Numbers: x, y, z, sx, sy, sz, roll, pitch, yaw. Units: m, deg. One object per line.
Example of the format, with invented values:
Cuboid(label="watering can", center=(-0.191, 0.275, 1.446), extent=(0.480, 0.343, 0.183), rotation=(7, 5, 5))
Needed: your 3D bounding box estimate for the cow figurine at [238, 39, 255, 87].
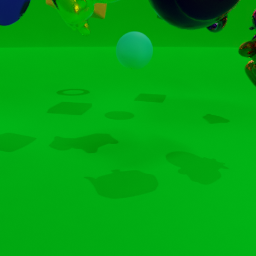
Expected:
Cuboid(label="cow figurine", center=(2.089, -1.042, 3.881), extent=(1.193, 1.213, 0.666), rotation=(-11, 65, -36))

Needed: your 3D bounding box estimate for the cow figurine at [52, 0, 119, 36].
Cuboid(label="cow figurine", center=(-0.409, -2.382, 4.684), extent=(1.735, 0.952, 1.707), rotation=(-34, 5, -26))

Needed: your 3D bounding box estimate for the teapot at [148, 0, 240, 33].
Cuboid(label="teapot", center=(0.589, -1.653, 2.734), extent=(1.149, 1.848, 0.905), rotation=(-39, 41, 6))

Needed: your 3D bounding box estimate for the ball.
Cuboid(label="ball", center=(0.179, -2.179, 7.927), extent=(1.038, 1.038, 1.038), rotation=(0, 18, 0))

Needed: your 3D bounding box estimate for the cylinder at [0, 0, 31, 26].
Cuboid(label="cylinder", center=(-2.286, -2.379, 4.614), extent=(0.994, 0.994, 0.994), rotation=(33, 23, 4))

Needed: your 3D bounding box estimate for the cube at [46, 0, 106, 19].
Cuboid(label="cube", center=(-1.322, -3.859, 7.698), extent=(1.297, 1.297, 1.297), rotation=(12, 14, 7))

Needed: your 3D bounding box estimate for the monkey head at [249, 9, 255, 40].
Cuboid(label="monkey head", center=(3.340, -2.599, 6.938), extent=(0.986, 0.826, 1.371), rotation=(-29, -12, -3))

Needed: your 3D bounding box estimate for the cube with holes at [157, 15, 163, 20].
Cuboid(label="cube with holes", center=(1.829, -4.425, 9.524), extent=(1.214, 1.214, 1.214), rotation=(21, -22, 6))
